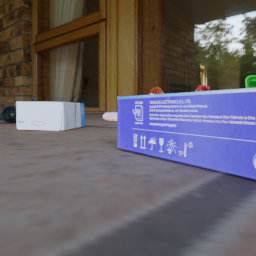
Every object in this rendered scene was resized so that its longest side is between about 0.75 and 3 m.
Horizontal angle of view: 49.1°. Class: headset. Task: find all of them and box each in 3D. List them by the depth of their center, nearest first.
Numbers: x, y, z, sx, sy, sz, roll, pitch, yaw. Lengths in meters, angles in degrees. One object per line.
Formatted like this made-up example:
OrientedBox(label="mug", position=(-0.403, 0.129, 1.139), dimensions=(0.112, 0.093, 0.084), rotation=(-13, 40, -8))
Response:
OrientedBox(label="headset", position=(-4.024, -0.582, 9.610), dimensions=(1.780, 0.836, 1.099), rotation=(-13, 8, -16))

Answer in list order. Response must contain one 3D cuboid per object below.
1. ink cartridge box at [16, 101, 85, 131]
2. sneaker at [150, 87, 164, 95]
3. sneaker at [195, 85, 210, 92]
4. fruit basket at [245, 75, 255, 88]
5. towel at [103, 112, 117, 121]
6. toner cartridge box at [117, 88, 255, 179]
OrientedBox(label="ink cartridge box", position=(-1.762, -0.301, 6.620), dimensions=(1.094, 0.641, 1.513), rotation=(1, 5, 8))
OrientedBox(label="sneaker", position=(0.677, -0.377, 5.230), dimensions=(0.337, 0.924, 0.356), rotation=(-24, -38, 16))
OrientedBox(label="sneaker", position=(1.840, -0.572, 7.351), dimensions=(0.987, 1.088, 2.564), rotation=(-3, 4, -35))
OrientedBox(label="fruit basket", position=(4.880, -0.947, 8.615), dimensions=(2.476, 1.786, 2.476), rotation=(6, -20, 2))
OrientedBox(label="towel", position=(0.579, -0.467, 11.379), dimensions=(2.353, 0.397, 2.463), rotation=(-3, 4, -36))
OrientedBox(label="toner cartridge box", position=(1.139, -0.005, 2.258), dimensions=(1.302, 0.592, 2.740), rotation=(-4, 6, -33))
